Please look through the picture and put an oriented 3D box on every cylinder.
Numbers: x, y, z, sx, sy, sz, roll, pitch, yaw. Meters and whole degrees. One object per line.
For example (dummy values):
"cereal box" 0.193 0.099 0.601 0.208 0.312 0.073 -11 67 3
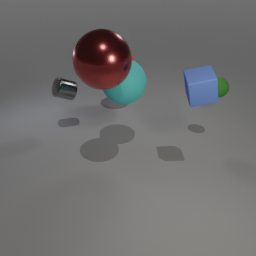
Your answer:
"cylinder" -2.308 -1.420 10.198 0.700 0.700 0.700 10 18 -38

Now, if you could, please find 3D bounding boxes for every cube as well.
"cube" 1.821 -1.050 7.032 0.700 0.700 0.700 -10 40 8

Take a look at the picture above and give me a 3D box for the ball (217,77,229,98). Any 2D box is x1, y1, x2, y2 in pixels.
"ball" 3.035 -1.364 9.413 0.700 0.700 0.700 0 29 0

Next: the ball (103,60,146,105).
"ball" -0.132 -1.429 8.671 1.400 1.400 1.400 0 29 0

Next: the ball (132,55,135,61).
"ball" -0.409 -2.668 11.699 1.400 1.400 1.400 0 29 0

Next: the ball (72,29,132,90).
"ball" -0.603 -1.607 6.630 1.400 1.400 1.400 0 29 0
